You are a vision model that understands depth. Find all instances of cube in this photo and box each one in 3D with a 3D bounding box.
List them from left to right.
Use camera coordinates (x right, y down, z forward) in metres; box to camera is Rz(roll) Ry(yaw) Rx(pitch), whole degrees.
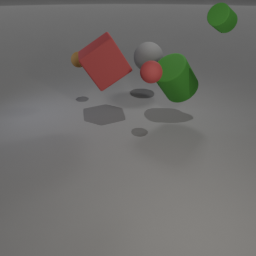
[{"bbox_3d":[-0.877,-2.485,10.400,1.400,1.400,1.400,-33,29,7],"label":"cube"}]

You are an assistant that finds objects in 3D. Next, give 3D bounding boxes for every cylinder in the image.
[{"bbox_3d":[1.873,-1.948,11.007,1.400,1.400,1.400,-19,50,24],"label":"cylinder"},{"bbox_3d":[2.889,-3.358,8.576,0.700,0.700,0.700,25,13,39],"label":"cylinder"}]

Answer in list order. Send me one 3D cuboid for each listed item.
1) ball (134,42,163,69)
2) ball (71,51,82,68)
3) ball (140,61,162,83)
[{"bbox_3d":[0.976,-3.394,13.401,1.400,1.400,1.400,0,27,0],"label":"ball"},{"bbox_3d":[-2.199,-3.058,12.517,0.700,0.700,0.700,0,27,0],"label":"ball"},{"bbox_3d":[0.723,-1.742,8.730,0.700,0.700,0.700,0,27,0],"label":"ball"}]
